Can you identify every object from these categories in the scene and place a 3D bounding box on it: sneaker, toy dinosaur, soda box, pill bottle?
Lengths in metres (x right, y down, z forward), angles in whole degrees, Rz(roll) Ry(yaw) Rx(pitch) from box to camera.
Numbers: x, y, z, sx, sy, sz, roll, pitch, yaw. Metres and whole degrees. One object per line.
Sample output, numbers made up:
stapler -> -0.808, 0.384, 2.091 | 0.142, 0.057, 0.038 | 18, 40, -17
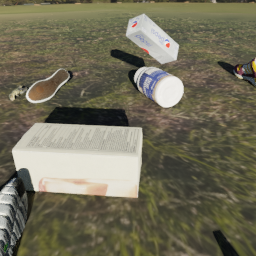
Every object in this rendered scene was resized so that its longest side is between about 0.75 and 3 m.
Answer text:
sneaker -> 5.861, -2.765, 12.880 | 1.020, 1.227, 2.723 | -6, 28, -11
toy dinosaur -> -4.412, -1.550, 11.564 | 0.660, 0.355, 1.497 | -7, 24, 1
soda box -> 0.851, -2.902, 9.330 | 0.669, 0.622, 1.961 | -3, -20, 44
sneaker -> -3.294, -1.562, 11.389 | 0.921, 0.792, 2.175 | -29, 13, 47
pill bottle -> 1.091, -1.692, 10.900 | 1.172, 1.172, 2.112 | -12, 30, -22
sneaker -> -2.625, 1.778, 4.545 | 1.505, 0.978, 2.606 | -4, 29, -4

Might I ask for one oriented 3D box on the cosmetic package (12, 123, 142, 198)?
cosmetic package -> -1.016, 0.691, 6.387 | 2.617, 1.142, 1.353 | 4, 28, 6
